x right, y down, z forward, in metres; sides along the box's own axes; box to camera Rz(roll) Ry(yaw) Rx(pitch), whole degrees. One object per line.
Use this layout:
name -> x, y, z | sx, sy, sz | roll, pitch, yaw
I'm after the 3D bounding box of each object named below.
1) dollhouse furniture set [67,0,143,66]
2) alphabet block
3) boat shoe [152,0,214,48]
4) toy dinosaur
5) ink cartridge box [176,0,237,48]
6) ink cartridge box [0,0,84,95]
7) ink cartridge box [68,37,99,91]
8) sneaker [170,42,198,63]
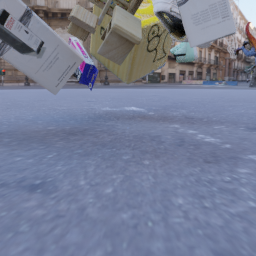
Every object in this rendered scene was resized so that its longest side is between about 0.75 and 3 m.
dollhouse furniture set -> -0.772, -2.583, 4.513 | 2.452, 1.363, 2.168 | 24, 40, -21
alphabet block -> 0.170, -3.253, 9.719 | 2.183, 2.223, 2.172 | 41, 53, 22
boat shoe -> 1.575, -2.855, 7.997 | 2.757, 0.956, 0.976 | 21, -18, -41
toy dinosaur -> 2.649, -1.441, 5.640 | 0.559, 1.066, 0.967 | -34, 48, -24
ink cartridge box -> 1.166, -2.427, 4.797 | 0.776, 1.873, 1.375 | -16, 16, 17
ink cartridge box -> -2.625, -2.178, 6.182 | 2.021, 1.141, 2.754 | 38, 0, 44
ink cartridge box -> -1.751, -2.373, 10.340 | 0.375, 0.957, 2.022 | -12, 55, -36
sneaker -> 2.139, -3.468, 11.212 | 1.016, 1.723, 0.634 | -10, -3, 7
